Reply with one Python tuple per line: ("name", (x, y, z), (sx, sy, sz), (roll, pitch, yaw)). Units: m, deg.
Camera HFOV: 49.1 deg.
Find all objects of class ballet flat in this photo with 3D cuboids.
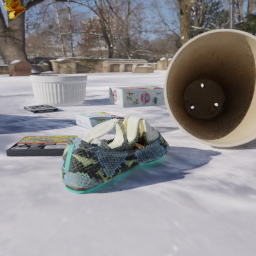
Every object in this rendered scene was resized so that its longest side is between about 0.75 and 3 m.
("ballet flat", (-0.018, 0.256, 4.839), (1.004, 1.004, 2.703), (8, 15, 31))

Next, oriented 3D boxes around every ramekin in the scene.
("ramekin", (-3.098, -1.759, 12.804), (2.518, 1.321, 2.518), (0, 13, 0))

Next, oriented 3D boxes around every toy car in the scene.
("toy car", (-3.640, -2.343, 5.953), (1.315, 0.892, 2.681), (9, 47, 32))

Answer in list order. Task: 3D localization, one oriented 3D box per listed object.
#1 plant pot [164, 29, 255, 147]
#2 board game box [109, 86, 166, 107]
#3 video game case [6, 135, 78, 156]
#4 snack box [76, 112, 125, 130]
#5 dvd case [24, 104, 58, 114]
("plant pot", (2.161, -0.854, 7.182), (2.485, 2.485, 2.654), (2, 1, 7))
("board game box", (0.565, -1.489, 12.868), (2.454, 0.789, 1.811), (-6, 13, -21))
("video game case", (-1.780, 0.371, 6.035), (1.238, 0.158, 1.119), (-1, 13, -1))
("snack box", (-0.810, -0.203, 8.127), (0.929, 0.346, 1.306), (-9, 16, -35))
("dvd case", (-3.439, -0.761, 11.032), (0.961, 0.158, 1.279), (-10, 15, -35))
